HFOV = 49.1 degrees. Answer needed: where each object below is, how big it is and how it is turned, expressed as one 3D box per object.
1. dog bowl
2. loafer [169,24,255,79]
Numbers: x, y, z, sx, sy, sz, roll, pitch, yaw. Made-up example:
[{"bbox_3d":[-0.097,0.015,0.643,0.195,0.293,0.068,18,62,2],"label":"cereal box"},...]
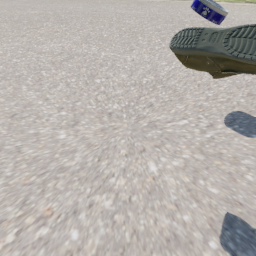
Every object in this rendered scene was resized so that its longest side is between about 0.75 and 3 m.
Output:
[{"bbox_3d":[2.498,-3.645,8.590,1.108,0.437,1.108,21,35,-16],"label":"dog bowl"},{"bbox_3d":[1.805,-1.307,4.964,2.187,0.762,0.822,22,70,37],"label":"loafer"}]
